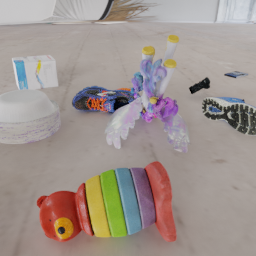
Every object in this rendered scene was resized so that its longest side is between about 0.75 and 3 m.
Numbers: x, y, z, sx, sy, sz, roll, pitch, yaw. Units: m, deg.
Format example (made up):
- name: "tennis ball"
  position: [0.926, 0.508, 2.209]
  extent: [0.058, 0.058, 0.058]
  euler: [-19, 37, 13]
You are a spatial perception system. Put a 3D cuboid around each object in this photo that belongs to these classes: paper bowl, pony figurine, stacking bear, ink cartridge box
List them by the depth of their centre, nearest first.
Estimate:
- name: "stacking bear"
  position: [-0.411, 1.320, 4.708]
  extent: [2.121, 1.288, 1.206]
  euler: [-11, 19, -6]
- name: "pony figurine"
  position: [0.719, -0.814, 7.873]
  extent: [2.357, 2.830, 2.732]
  euler: [10, 42, 4]
- name: "paper bowl"
  position: [-3.129, -0.464, 8.385]
  extent: [2.099, 1.092, 2.099]
  euler: [-1, 26, 1]
- name: "ink cartridge box"
  position: [-4.074, -2.457, 12.348]
  extent: [1.675, 1.223, 1.229]
  euler: [-11, 28, -22]

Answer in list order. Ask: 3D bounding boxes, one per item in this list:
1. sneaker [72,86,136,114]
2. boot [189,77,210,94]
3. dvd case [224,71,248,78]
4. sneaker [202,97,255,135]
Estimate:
- name: "sneaker"
  position: [-0.753, -0.923, 9.652]
  extent: [2.337, 0.880, 0.917]
  euler: [-5, 31, -7]
- name: "boot"
  position: [2.833, -1.609, 11.108]
  extent: [0.802, 0.362, 0.978]
  euler: [-33, -14, 6]
- name: "dvd case"
  position: [5.484, -2.708, 14.200]
  extent: [1.019, 0.089, 0.727]
  euler: [-18, 30, -32]
- name: "sneaker"
  position: [3.496, -0.538, 8.716]
  extent: [1.064, 0.937, 2.386]
  euler: [-18, 31, -27]
